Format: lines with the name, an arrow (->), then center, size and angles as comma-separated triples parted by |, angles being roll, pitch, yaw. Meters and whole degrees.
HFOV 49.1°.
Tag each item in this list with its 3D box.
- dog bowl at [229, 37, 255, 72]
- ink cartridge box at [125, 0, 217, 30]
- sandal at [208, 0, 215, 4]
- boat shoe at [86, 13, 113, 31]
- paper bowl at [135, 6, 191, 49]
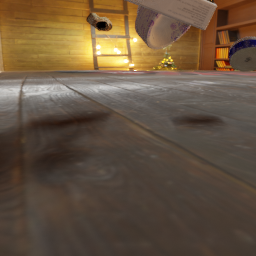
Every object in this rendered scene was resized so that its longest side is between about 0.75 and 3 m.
dog bowl -> 3.853, -2.351, 9.007 | 1.144, 0.451, 1.144 | 8, -28, 4
ink cartridge box -> 0.205, -3.143, 6.126 | 2.727, 0.610, 2.402 | 8, 32, -29
sandal -> 2.044, -3.609, 7.532 | 0.371, 0.551, 1.372 | -15, -7, 27
boat shoe -> -0.665, -2.627, 7.181 | 0.335, 0.370, 1.037 | 46, 25, 14
paper bowl -> 1.220, -3.908, 9.481 | 2.283, 2.283, 1.187 | -16, 63, -48
